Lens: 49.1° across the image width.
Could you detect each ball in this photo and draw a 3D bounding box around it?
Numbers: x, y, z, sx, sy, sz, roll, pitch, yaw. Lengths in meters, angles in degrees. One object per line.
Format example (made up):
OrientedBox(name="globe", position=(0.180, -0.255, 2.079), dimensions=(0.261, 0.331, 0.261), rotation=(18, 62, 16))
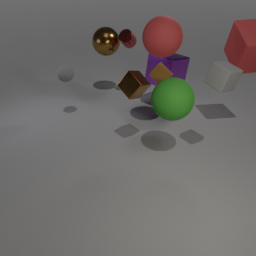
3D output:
OrientedBox(name="ball", position=(-1.105, -4.350, 14.095), dimensions=(1.400, 1.400, 1.400), rotation=(0, 29, 0))
OrientedBox(name="ball", position=(1.454, -0.937, 9.117), dimensions=(1.400, 1.400, 1.400), rotation=(0, 29, 0))
OrientedBox(name="ball", position=(-2.621, -2.278, 11.736), dimensions=(0.700, 0.700, 0.700), rotation=(0, 29, 0))
OrientedBox(name="ball", position=(1.200, -3.176, 9.769), dimensions=(1.400, 1.400, 1.400), rotation=(0, 29, 0))

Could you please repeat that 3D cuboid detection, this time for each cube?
OrientedBox(name="cube", position=(1.820, -2.739, 13.132), dimensions=(1.400, 1.400, 1.400), rotation=(29, 34, 36))
OrientedBox(name="cube", position=(0.212, -1.474, 9.565), dimensions=(0.700, 0.700, 0.700), rotation=(51, 30, 15))
OrientedBox(name="cube", position=(4.592, -3.015, 10.352), dimensions=(1.400, 1.400, 1.400), rotation=(-6, 57, -4))
OrientedBox(name="cube", position=(2.926, -1.583, 8.599), dimensions=(0.700, 0.700, 0.700), rotation=(-13, 44, -36))

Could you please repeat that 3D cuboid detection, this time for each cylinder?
OrientedBox(name="cylinder", position=(-0.013, -4.296, 13.494), dimensions=(0.700, 0.700, 0.700), rotation=(12, -2, 20))
OrientedBox(name="cylinder", position=(1.316, -2.139, 11.204), dimensions=(0.700, 0.700, 0.700), rotation=(45, 39, 1))
